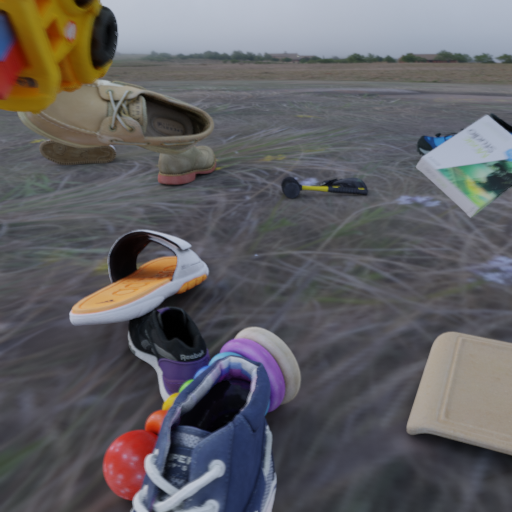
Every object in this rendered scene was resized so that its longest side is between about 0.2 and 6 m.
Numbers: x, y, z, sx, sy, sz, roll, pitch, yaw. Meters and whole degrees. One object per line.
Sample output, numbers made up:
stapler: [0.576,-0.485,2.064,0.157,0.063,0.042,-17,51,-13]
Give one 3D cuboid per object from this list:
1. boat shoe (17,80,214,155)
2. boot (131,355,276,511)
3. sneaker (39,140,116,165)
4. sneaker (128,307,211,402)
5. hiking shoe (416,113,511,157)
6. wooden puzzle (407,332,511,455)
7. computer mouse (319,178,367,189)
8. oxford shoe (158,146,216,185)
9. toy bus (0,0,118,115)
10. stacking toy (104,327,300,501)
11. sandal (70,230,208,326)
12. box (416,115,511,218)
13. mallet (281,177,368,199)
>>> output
boat shoe: [-1.977,-2.119,8.320,2.921,1.054,0.949,3,-5,-41]
boot: [-0.543,1.661,3.241,0.946,1.175,2.601,6,22,15]
sneaker: [-5.060,-3.060,15.954,2.027,0.722,1.140,1,24,-17]
sneaker: [-0.901,0.806,5.958,0.687,0.794,1.813,-11,24,-27]
hiking shoe: [6.065,-3.160,15.193,3.357,1.455,1.249,14,25,31]
wooden puzzle: [2.535,1.362,5.245,1.939,0.361,1.794,5,22,25]
computer mouse: [2.087,-1.698,13.072,1.087,0.287,0.753,16,25,35]
oxford shoe: [-1.672,-2.597,14.330,0.977,1.038,2.775,5,22,12]
toy bus: [-2.107,-1.910,4.850,1.307,1.925,1.848,8,63,1]
stacking toy: [-0.477,1.364,4.791,0.801,0.801,1.877,18,35,39]
sandal: [-1.387,0.106,7.082,1.124,0.841,2.934,-5,9,11]
box: [2.762,-1.138,6.937,1.293,0.235,0.934,-34,69,-21]
mallet: [1.517,-1.456,12.437,1.943,0.400,0.640,5,21,3]
